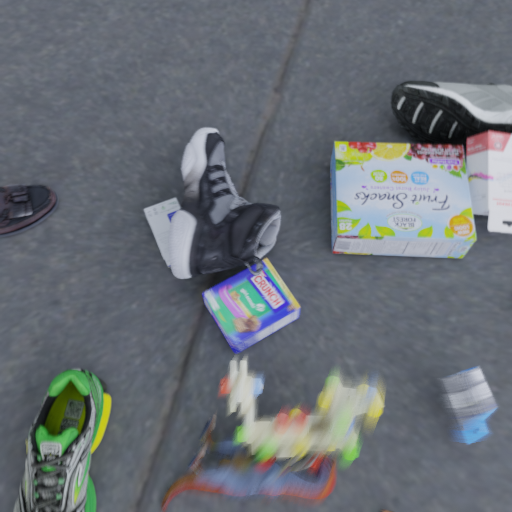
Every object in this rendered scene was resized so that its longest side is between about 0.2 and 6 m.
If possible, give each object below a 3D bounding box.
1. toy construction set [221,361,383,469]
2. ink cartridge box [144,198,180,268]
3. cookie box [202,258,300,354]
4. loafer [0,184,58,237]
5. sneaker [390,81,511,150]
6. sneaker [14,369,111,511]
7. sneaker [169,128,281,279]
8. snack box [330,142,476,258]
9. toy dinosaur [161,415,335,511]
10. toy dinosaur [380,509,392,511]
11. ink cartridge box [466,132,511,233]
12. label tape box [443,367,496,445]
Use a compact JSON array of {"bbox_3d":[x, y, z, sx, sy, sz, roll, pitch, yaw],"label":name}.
[{"bbox_3d":[0.537,2.187,7.619,2.184,1.432,1.006,9,39,7],"label":"toy construction set"},{"bbox_3d":[-1.460,-0.377,9.773,0.626,0.247,1.259,-20,65,-11],"label":"ink cartridge box"},{"bbox_3d":[-0.075,0.800,9.105,1.241,0.466,1.061,-29,66,-13],"label":"cookie box"},{"bbox_3d":[-4.631,-0.759,9.688,2.267,0.714,0.815,-19,67,-8],"label":"loafer"},{"bbox_3d":[4.049,-2.662,10.434,3.170,1.172,1.257,13,57,-1],"label":"sneaker"},{"bbox_3d":[-2.823,2.962,7.703,1.136,1.240,2.911,2,66,1],"label":"sneaker"},{"bbox_3d":[-0.422,-0.892,9.415,1.712,1.135,3.008,5,57,2],"label":"sneaker"},{"bbox_3d":[2.474,-0.986,9.754,2.294,0.776,1.934,2,64,2],"label":"snack box"},{"bbox_3d":[0.062,3.094,8.089,1.975,2.176,1.142,32,25,-6],"label":"toy dinosaur"},{"bbox_3d":[1.937,3.997,7.729,0.581,0.368,0.858,-32,75,-21],"label":"toy dinosaur"},{"bbox_3d":[4.174,-1.206,9.654,0.973,0.564,1.671,3,87,-21],"label":"ink cartridge box"},{"bbox_3d":[3.161,2.151,8.130,0.690,0.303,0.957,-2,68,-45],"label":"label tape box"}]
